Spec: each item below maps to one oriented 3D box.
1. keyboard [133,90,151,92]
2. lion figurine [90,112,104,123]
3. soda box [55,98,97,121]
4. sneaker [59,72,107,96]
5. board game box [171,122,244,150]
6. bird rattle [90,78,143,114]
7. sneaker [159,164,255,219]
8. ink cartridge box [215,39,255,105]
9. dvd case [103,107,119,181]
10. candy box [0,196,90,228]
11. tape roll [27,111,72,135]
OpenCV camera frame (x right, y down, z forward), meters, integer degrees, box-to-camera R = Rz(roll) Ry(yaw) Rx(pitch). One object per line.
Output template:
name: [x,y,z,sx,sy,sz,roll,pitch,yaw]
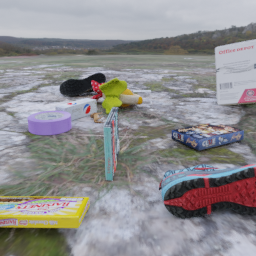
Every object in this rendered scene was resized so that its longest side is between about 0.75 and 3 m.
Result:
keyboard: [0.824,-2.143,16.283,1.041,0.056,0.293,-2,19,-5]
lion figurine: [-1.187,-0.380,10.599,0.488,0.289,0.797,-10,23,-5]
soda box: [-2.025,-0.733,11.144,0.557,0.596,1.749,13,23,34]
sneaker: [-2.405,-2.181,15.399,2.604,0.986,1.140,-13,-12,-2]
board game box: [2.444,0.210,8.617,1.824,0.316,1.236,-10,18,-29]
bird rattle: [-0.532,-1.349,12.721,2.202,1.522,2.701,6,3,-17]
sneaker: [1.771,0.995,5.400,2.380,0.944,1.137,-1,17,-5]
ink cartridge box: [4.605,-2.192,11.495,1.739,2.402,1.013,-2,2,35]
dvd case: [-0.378,0.313,6.882,0.194,1.285,1.760,0,19,4]
candy box: [-1.628,1.439,4.872,1.780,0.235,0.910,0,9,3]
tape roll: [-2.711,-0.204,9.743,1.452,0.476,1.452,0,17,0]
